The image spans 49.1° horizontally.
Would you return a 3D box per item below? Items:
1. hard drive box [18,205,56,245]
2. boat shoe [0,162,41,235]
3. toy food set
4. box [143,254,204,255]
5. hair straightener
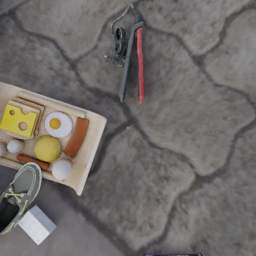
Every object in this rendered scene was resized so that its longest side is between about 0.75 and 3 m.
[{"bbox_3d":[-2.350,2.507,7.232,0.791,0.304,0.617,46,114,5],"label":"hard drive box"},{"bbox_3d":[-2.842,1.823,7.107,0.718,0.601,2.010,29,96,1],"label":"boat shoe"},{"bbox_3d":[-2.247,0.279,6.992,2.933,0.886,2.105,19,96,-6],"label":"toy food set"},{"bbox_3d":[1.193,3.886,7.217,1.606,0.290,1.148,-1,84,1],"label":"box"},{"bbox_3d":[-0.109,-2.082,7.713,1.097,0.583,2.850,1,84,0],"label":"hair straightener"}]
